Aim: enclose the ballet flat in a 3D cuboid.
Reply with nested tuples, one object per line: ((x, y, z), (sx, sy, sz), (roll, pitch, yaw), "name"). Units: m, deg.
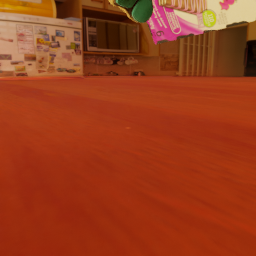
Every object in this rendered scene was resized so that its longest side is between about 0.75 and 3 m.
((0.018, -2.113, 4.522), (0.462, 0.503, 1.465), (44, 18, 12), "ballet flat")

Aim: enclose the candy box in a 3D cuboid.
((1.612, -3.180, 6.229), (2.883, 1.966, 0.879), (-2, 38, 38), "candy box")
